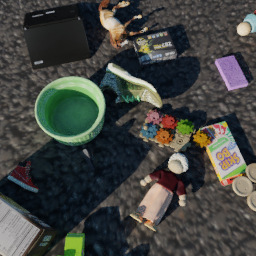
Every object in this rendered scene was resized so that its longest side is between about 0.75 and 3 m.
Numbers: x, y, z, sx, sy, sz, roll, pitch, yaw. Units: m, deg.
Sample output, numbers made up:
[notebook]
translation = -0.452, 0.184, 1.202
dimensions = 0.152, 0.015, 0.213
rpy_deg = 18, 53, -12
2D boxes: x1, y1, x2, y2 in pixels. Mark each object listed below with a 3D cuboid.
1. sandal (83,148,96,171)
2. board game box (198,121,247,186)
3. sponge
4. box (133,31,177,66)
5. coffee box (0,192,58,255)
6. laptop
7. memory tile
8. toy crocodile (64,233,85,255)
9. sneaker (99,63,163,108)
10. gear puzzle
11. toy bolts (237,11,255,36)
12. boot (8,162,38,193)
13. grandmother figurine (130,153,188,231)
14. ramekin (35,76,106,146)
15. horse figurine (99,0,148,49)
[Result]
[sandal]
translation = -1.287, 1.027, 9.433
dimensions = 0.350, 0.920, 0.197
rpy_deg = 24, 50, 40
[board game box]
translation = 3.341, 0.861, 9.769
dimensions = 1.017, 0.319, 2.130
rpy_deg = -16, 71, -6
[sponge]
translation = 4.084, -2.193, 11.076
dimensions = 0.778, 0.208, 1.394
rpy_deg = -15, 68, -6
[box]
translation = 1.081, -3.249, 11.426
dimensions = 1.528, 0.375, 1.231
rpy_deg = -13, 71, -6
[coffee box]
translation = -3.668, 2.742, 8.258
dimensions = 2.806, 1.586, 1.120
rpy_deg = 30, 70, 11
[laptop]
translation = -3.018, -3.945, 11.847
dimensions = 2.418, 1.409, 2.729
rpy_deg = -13, 42, -6
[memory tile]
translation = 4.871, 2.190, 9.111
dimensions = 1.994, 0.218, 2.601
rpy_deg = -40, 78, -14
[toy crocodile]
translation = -1.565, 4.542, 7.964
dimensions = 0.994, 0.909, 2.946
rpy_deg = -4, 63, 0
[sneaker]
translation = 0.067, -1.277, 10.408
dimensions = 2.682, 1.031, 1.188
rpy_deg = 32, 84, 18
[gear puzzle]
translation = 1.703, 0.152, 9.903
dimensions = 2.475, 0.324, 1.282
rpy_deg = 18, 68, 13
[toy bolts]
translation = 5.427, -4.073, 11.134
dimensions = 1.409, 1.941, 2.032
rpy_deg = -35, 53, -6
[boot]
translation = -3.338, 1.597, 9.389
dimensions = 1.155, 0.418, 0.833
rpy_deg = 26, 68, 14
[grandmother figurine]
translation = 1.206, 1.966, 9.059
dimensions = 1.566, 0.782, 2.582
rpy_deg = 31, 73, 2
[ramekin]
translation = -1.928, -0.520, 9.854
dimensions = 2.357, 1.151, 2.357
rpy_deg = 0, 67, 0
[horse figurine]
translation = -0.443, -4.518, 11.778
dimensions = 1.767, 0.666, 2.666
rpy_deg = -33, 75, -9
